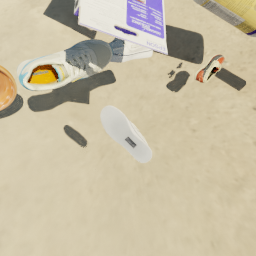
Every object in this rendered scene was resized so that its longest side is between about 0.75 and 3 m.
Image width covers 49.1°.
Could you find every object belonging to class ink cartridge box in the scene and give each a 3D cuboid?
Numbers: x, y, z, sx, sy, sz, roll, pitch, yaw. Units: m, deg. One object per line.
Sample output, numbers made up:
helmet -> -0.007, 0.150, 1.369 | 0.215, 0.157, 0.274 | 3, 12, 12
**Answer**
ink cartridge box -> -0.071, -1.462, 3.463 | 1.152, 0.252, 1.163 | 12, 62, -24

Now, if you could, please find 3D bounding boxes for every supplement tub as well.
supplement tub -> 2.762, -3.677, 6.998 | 2.579, 1.875, 1.875 | 27, 49, -10

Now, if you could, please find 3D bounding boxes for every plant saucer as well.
plant saucer -> -3.209, -0.879, 5.813 | 1.674, 1.674, 0.313 | -13, 59, -12

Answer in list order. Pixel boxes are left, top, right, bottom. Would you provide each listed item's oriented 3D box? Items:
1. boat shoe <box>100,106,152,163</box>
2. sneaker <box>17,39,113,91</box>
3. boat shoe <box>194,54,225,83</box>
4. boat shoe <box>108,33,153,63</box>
boat shoe -> -0.027, 0.068, 3.255 | 0.295, 0.801, 0.262 | -35, 11, 7
sneaker -> -0.996, -1.027, 4.768 | 1.696, 0.649, 0.685 | -24, 30, -14
boat shoe -> 2.291, -1.606, 7.598 | 1.160, 0.413, 0.363 | -40, 46, -22
boat shoe -> -0.067, -1.739, 5.827 | 0.627, 0.557, 1.704 | 25, 31, 29
